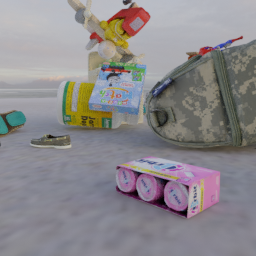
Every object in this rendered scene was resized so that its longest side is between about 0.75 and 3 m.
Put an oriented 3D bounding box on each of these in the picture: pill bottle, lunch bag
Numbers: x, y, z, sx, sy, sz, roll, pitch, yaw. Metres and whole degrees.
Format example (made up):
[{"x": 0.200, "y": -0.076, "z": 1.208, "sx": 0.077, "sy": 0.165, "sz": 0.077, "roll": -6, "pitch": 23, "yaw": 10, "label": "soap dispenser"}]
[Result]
[{"x": -0.849, "y": -0.673, "z": 8.457, "sx": 2.362, "sy": 1.332, "sz": 1.332, "roll": 4, "pitch": 7, "yaw": -2, "label": "pill bottle"}, {"x": 1.739, "y": -0.585, "z": 6.216, "sx": 2.415, "sy": 2.006, "sz": 2.879, "roll": -15, "pitch": 3, "yaw": 14, "label": "lunch bag"}]

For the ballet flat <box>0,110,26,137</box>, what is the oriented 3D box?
[{"x": -3.400, "y": -0.056, "z": 7.316, "sx": 0.660, "sy": 0.713, "sz": 2.022, "roll": -25, "pitch": 1, "yaw": 10, "label": "ballet flat"}]

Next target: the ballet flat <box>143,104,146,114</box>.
[{"x": 0.685, "y": -0.967, "z": 14.062, "sx": 0.511, "sy": 0.511, "sz": 1.471, "roll": -5, "pitch": 23, "yaw": -34, "label": "ballet flat"}]

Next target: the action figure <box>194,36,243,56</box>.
[{"x": 2.117, "y": -1.809, "z": 6.642, "sx": 1.152, "sy": 0.376, "sz": 0.570, "roll": -13, "pitch": 0, "yaw": 16, "label": "action figure"}]

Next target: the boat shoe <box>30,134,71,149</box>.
[{"x": -1.583, "y": 0.256, "z": 5.716, "sx": 0.903, "sy": 0.270, "sz": 0.323, "roll": 2, "pitch": 8, "yaw": 15, "label": "boat shoe"}]

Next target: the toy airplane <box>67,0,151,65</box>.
[{"x": -0.650, "y": -3.028, "z": 9.276, "sx": 2.605, "sy": 1.838, "sz": 2.594, "roll": 15, "pitch": -26, "yaw": 5, "label": "toy airplane"}]

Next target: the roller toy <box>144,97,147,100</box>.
[{"x": 1.534, "y": -1.283, "z": 14.561, "sx": 1.461, "sy": 1.021, "sz": 1.332, "roll": -6, "pitch": -1, "yaw": 2, "label": "roller toy"}]

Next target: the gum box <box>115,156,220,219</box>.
[{"x": 0.382, "y": 0.578, "z": 3.010, "sx": 0.574, "sy": 0.335, "sz": 1.012, "roll": -7, "pitch": 10, "yaw": -44, "label": "gum box"}]

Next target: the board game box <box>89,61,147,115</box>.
[{"x": -0.237, "y": -1.154, "z": 7.770, "sx": 1.305, "sy": 0.316, "sz": 1.725, "roll": 7, "pitch": 53, "yaw": 7, "label": "board game box"}]

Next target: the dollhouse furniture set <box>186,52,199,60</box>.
[{"x": 3.381, "y": -1.625, "z": 10.858, "sx": 2.700, "sy": 2.729, "sz": 1.406, "roll": 5, "pitch": 11, "yaw": 29, "label": "dollhouse furniture set"}]

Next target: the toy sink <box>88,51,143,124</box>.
[{"x": -0.440, "y": -1.449, "z": 9.883, "sx": 1.673, "sy": 2.566, "sz": 1.438, "roll": -2, "pitch": 7, "yaw": -20, "label": "toy sink"}]
